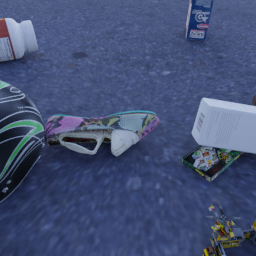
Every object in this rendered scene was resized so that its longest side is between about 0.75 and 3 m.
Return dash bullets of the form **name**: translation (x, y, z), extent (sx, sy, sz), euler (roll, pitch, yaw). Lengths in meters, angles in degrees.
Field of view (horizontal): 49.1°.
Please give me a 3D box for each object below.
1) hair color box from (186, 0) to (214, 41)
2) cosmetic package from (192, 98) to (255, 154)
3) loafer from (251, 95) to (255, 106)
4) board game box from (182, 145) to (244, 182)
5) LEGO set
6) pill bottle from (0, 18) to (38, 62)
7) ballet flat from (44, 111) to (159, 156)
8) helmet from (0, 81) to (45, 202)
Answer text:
- **hair color box**: translation (2.912, -5.111, 11.118), extent (0.854, 2.822, 1.411), euler (7, 40, 7)
- **cosmetic package**: translation (2.435, -0.021, 6.095), extent (1.819, 0.925, 0.673), euler (9, 23, -6)
- **loafer**: translation (3.851, -0.173, 6.624), extent (1.034, 1.005, 2.831), euler (-3, 40, -3)
- **board game box**: translation (2.017, 0.580, 6.390), extent (1.508, 0.177, 0.790), euler (-29, 46, -30)
- **LEGO set**: translation (2.088, 1.796, 4.278), extent (1.708, 0.990, 1.314), euler (0, 40, 0)
- **pill bottle**: translation (-4.536, -3.038, 9.767), extent (2.484, 1.393, 1.393), euler (-16, 42, -18)
- **ballet flat**: translation (-0.609, 0.168, 6.432), extent (2.665, 0.921, 0.948), euler (-1, 57, 2)
- **helmet**: translation (-2.825, 0.119, 5.490), extent (2.369, 2.369, 2.259), euler (20, 61, 22)
